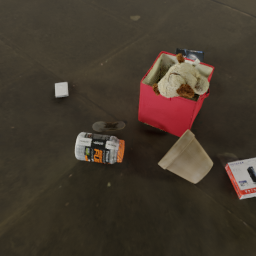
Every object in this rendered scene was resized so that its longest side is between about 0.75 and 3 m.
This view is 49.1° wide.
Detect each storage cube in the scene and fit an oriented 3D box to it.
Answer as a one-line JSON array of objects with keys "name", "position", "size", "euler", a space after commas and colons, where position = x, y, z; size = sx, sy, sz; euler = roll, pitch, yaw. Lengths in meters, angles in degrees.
[{"name": "storage cube", "position": [1.898, -1.316, 11.402], "size": [2.545, 2.288, 2.176], "euler": [22, 56, 15]}]

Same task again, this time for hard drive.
[{"name": "hard drive", "position": [-3.120, -1.801, 13.159], "size": [0.560, 0.113, 0.850], "euler": [-9, 52, -7]}]

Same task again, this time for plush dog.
[{"name": "plush dog", "position": [1.677, -1.592, 9.589], "size": [1.776, 1.425, 1.526], "euler": [5, 40, 38]}]

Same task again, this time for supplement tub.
[{"name": "supplement tub", "position": [-1.038, 0.773, 10.567], "size": [1.721, 1.054, 1.054], "euler": [6, 52, 6]}]

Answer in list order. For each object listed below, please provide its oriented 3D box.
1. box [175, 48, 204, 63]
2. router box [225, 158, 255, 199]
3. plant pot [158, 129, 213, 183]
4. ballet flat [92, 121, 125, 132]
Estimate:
[{"name": "box", "position": [3.117, -3.534, 14.373], "size": [1.475, 0.321, 1.181], "euler": [10, 53, 8]}, {"name": "router box", "position": [4.515, 1.794, 10.206], "size": [1.471, 0.359, 1.320], "euler": [-10, 53, -7]}, {"name": "plant pot", "position": [2.159, 1.152, 10.086], "size": [1.469, 1.693, 1.693], "euler": [42, 61, 8]}, {"name": "ballet flat", "position": [-0.793, -0.069, 11.730], "size": [1.371, 0.318, 0.462], "euler": [-6, 78, 3]}]
